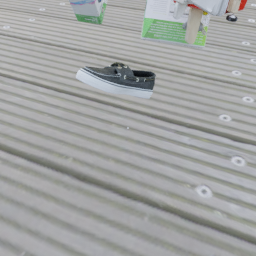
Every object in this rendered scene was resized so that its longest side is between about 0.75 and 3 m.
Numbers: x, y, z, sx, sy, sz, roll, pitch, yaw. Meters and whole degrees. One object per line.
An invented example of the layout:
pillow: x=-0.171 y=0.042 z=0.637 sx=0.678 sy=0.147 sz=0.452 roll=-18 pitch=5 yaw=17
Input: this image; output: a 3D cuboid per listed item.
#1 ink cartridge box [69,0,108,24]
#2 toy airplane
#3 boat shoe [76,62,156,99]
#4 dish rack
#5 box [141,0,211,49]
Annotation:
ink cartridge box: x=-1.306 y=-4.759 z=9.088 sx=1.006 sy=2.299 sz=1.671 roll=11 pitch=80 yaw=8
toy airplane: x=1.758 y=-3.087 z=6.670 sx=1.699 sy=1.692 sz=1.199 roll=-34 pitch=35 yaw=21
boat shoe: x=-0.170 y=-1.089 z=5.991 sx=0.747 sy=0.616 sz=2.177 roll=32 pitch=18 yaw=35
dish rack: x=1.548 y=-2.856 z=5.466 sx=0.265 sy=1.216 sz=1.043 roll=-35 pitch=64 yaw=-23
box: x=1.399 y=-3.528 z=7.607 sx=1.777 sy=2.463 sz=0.447 roll=10 pitch=7 yaw=2
